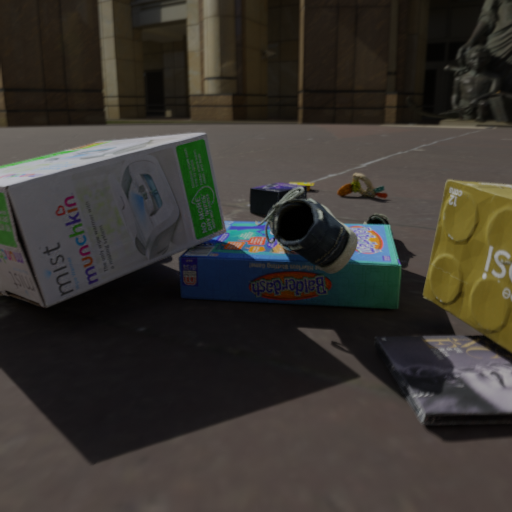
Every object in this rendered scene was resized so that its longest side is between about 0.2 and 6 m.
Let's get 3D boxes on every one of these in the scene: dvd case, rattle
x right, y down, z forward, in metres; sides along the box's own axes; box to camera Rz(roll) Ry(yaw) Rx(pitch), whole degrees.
[{"bbox_3d":[2.242,1.084,5.194,1.945,0.155,1.446,0,16,-4],"label":"dvd case"},{"bbox_3d":[2.694,-1.615,14.179,0.730,0.665,1.022,-24,53,-32],"label":"rattle"}]

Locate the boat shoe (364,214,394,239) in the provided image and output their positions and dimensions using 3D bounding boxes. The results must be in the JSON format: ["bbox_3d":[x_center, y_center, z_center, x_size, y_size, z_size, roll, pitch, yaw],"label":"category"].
[{"bbox_3d":[2.129,-0.449,9.723,0.551,0.496,1.559,19,21,14],"label":"boat shoe"}]

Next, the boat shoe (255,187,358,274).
[{"bbox_3d":[0.489,-0.378,6.734,0.640,0.775,2.071,35,9,-23],"label":"boat shoe"}]

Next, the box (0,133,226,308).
[{"bbox_3d":[-2.483,-0.622,7.733,2.727,1.494,3.091,-24,22,-37],"label":"box"}]

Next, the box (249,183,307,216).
[{"bbox_3d":[0.500,-1.259,12.514,0.816,0.575,1.103,13,20,36],"label":"box"}]

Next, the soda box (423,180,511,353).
[{"bbox_3d":[3.205,0.471,4.572,1.334,1.412,4.168,1,17,-19],"label":"soda box"}]

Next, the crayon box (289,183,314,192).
[{"bbox_3d":[1.231,-1.894,15.402,0.702,0.178,0.445,3,16,12],"label":"crayon box"}]

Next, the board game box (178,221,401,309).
[{"bbox_3d":[0.541,0.041,7.927,2.776,0.625,2.112,2,17,10],"label":"board game box"}]
